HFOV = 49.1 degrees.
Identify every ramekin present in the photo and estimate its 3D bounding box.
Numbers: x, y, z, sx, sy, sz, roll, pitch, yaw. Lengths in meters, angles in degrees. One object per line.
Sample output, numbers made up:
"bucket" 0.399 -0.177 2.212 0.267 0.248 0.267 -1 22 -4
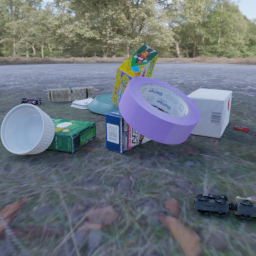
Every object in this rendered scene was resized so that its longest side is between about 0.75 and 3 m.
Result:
"ramekin" -2.989 0.092 8.548 1.530 1.530 0.803 6 -10 19

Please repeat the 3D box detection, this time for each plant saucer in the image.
"plant saucer" -0.720 -1.280 14.355 2.648 0.476 2.648 2 22 -1

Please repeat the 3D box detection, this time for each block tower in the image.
"block tower" -3.385 -2.036 16.843 2.669 0.721 0.771 -7 17 -21

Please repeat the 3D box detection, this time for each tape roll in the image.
"tape roll" 0.988 -0.606 8.784 2.449 0.803 2.449 19 34 -13

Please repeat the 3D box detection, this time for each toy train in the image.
"toy train" 2.537 1.589 5.527 2.414 0.412 0.553 3 5 14

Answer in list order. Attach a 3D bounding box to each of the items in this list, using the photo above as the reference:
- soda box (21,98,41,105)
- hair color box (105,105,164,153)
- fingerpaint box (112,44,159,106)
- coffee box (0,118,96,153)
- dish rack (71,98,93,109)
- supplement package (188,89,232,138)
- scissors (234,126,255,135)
"soda box" -5.421 -1.487 15.717 1.022 0.324 0.362 -1 16 -4
"hair color box" 0.305 -0.105 9.602 0.732 1.209 2.418 14 23 37
"fingerpaint box" 0.254 -2.171 12.231 0.835 2.276 1.899 36 61 12
"coffee box" -2.737 0.139 9.835 2.843 0.625 1.748 6 18 18
"dish rack" -2.212 -1.385 15.404 1.327 0.337 1.546 13 20 39
"supplement package" 3.226 -0.689 11.169 1.423 1.441 2.377 8 19 25
"scissors" 4.601 0.153 10.766 0.540 0.103 1.476 1 18 -5
